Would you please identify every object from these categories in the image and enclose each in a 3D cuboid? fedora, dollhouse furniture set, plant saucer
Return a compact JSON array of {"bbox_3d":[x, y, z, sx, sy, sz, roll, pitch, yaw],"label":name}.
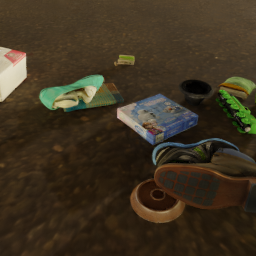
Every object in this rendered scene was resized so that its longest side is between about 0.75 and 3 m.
[{"bbox_3d":[2.456,-1.241,10.274,1.384,0.632,1.384,0,35,0],"label":"fedora"},{"bbox_3d":[4.983,-1.702,10.528,2.868,1.107,1.433,22,39,28],"label":"dollhouse furniture set"},{"bbox_3d":[0.696,1.602,6.516,1.272,0.219,1.272,1,34,0],"label":"plant saucer"}]

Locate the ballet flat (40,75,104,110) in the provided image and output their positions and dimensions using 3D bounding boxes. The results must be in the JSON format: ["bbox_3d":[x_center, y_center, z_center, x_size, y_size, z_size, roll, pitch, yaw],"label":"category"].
[{"bbox_3d":[-1.785,-1.155,9.760,2.461,0.829,0.866,-21,64,-29],"label":"ballet flat"}]

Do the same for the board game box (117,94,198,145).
[{"bbox_3d":[0.946,-0.375,9.205,1.893,0.411,1.884,-22,39,-29],"label":"board game box"}]

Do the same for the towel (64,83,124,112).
[{"bbox_3d":[-1.421,-1.193,10.586,2.212,0.240,1.622,-9,35,-15],"label":"towel"}]

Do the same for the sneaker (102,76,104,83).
[{"bbox_3d":[-1.380,-1.856,11.433,0.958,0.339,0.468,-15,-7,14],"label":"sneaker"}]

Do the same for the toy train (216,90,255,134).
[{"bbox_3d":[3.695,-0.606,9.515,0.684,0.506,2.425,6,34,-9],"label":"toy train"}]

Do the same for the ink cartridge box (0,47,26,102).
[{"bbox_3d":[-5.791,-2.337,10.886,2.906,1.232,2.116,15,39,1],"label":"ink cartridge box"}]

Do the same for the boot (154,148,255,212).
[{"bbox_3d":[2.030,1.123,6.660,2.866,1.071,1.389,12,25,0],"label":"boot"}]

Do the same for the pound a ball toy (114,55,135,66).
[{"bbox_3d":[-0.164,-3.143,13.376,0.869,0.369,0.567,7,61,10],"label":"pound a ball toy"}]

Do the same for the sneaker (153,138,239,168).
[{"bbox_3d":[1.764,0.830,7.271,2.209,0.783,0.915,-5,46,-1],"label":"sneaker"}]
